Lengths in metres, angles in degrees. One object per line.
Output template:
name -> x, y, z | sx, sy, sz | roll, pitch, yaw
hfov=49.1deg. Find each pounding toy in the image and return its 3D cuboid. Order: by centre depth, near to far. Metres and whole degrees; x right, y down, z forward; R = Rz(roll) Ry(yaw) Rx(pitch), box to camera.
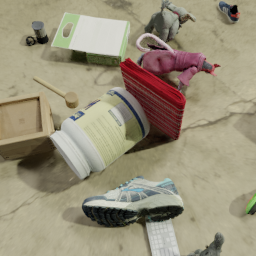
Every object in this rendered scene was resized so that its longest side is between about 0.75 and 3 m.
pounding toy -> -2.688, -0.412, 8.613 | 2.497, 1.143, 2.194 | -12, 62, -6

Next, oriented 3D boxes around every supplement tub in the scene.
supplement tub -> -0.776, 0.144, 7.961 | 2.402, 1.742, 1.742 | -37, 67, -18

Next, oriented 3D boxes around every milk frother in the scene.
milk frother -> -3.511, -3.555, 10.596 | 0.707, 0.737, 0.783 | 32, 66, 17

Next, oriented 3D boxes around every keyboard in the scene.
keyboard -> 1.023, 3.474, 7.040 | 0.704, 0.133, 2.501 | -9, 62, -5

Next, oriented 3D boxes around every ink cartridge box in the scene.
ink cartridge box -> -1.327, -3.361, 10.551 | 2.568, 0.616, 1.869 | 8, 61, 5

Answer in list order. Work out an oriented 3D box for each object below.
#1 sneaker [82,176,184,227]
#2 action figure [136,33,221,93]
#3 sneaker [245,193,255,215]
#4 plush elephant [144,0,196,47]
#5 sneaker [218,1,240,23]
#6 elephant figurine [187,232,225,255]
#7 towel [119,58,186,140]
sneaker -> 0.098, 1.922, 7.581 | 2.642, 1.025, 1.140 | -2, 43, -4
action figure -> 1.771, -2.301, 9.331 | 2.625, 1.955, 1.759 | 12, 55, 22
sneaker -> 3.939, 1.936, 7.611 | 1.657, 0.636, 0.694 | -25, 60, -12
plush elephant -> 1.649, -3.998, 10.528 | 1.383, 1.786, 1.471 | -14, 53, -28
sneaker -> 4.175, -4.895, 11.448 | 0.485, 0.547, 1.294 | -22, 63, -12
elephant figurine -> 1.837, 3.187, 6.469 | 0.991, 1.400, 1.086 | -19, 63, -10
towel -> 0.727, -0.684, 7.850 | 1.976, 2.732, 0.307 | 38, 78, 18
